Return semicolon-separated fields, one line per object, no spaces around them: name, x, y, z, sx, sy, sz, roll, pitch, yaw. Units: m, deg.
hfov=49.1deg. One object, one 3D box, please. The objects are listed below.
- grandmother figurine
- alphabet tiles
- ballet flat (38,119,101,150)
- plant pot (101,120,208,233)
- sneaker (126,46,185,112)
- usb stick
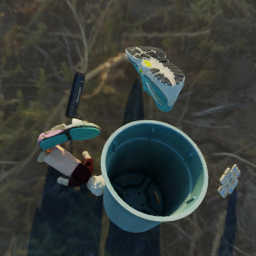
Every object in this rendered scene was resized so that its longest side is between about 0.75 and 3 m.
grandmother figurine;-1.447;1.157;7.817;1.995;0.604;1.210;35;64;5
alphabet tiles;2.761;1.451;7.646;0.066;0.903;0.884;26;76;46
ballet flat;-1.634;0.095;7.670;1.716;0.593;0.611;-16;48;-6
plant pot;0.382;1.378;6.687;2.282;2.235;2.282;6;56;-9
sneaker;0.588;-1.493;7.765;1.049;1.078;2.706;-7;42;-16
usb stick;-1.509;-0.937;8.064;0.220;0.374;1.349;23;103;39
